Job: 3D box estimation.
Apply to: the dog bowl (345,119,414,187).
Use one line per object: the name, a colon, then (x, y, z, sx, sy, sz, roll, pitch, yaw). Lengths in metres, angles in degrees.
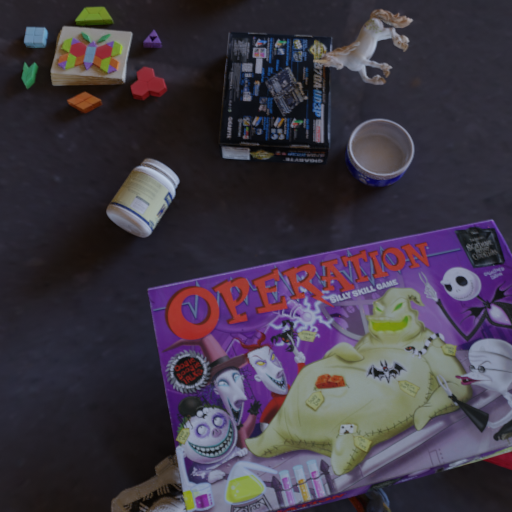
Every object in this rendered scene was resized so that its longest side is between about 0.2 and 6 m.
dog bowl: (2.091, -1.754, 9.580, 1.101, 0.434, 1.101, 0, 71, 0)

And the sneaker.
sneaker: (-0.858, 2.755, 7.772, 2.446, 0.919, 1.406, -17, 59, 5)

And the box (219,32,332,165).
box: (0.365, -2.815, 9.891, 1.882, 0.545, 2.367, 3, 71, 1)

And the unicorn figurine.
unicorn figurine: (1.867, -3.517, 9.658, 1.151, 0.619, 1.676, 32, 78, 6)

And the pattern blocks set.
pattern blocks set: (-3.044, -3.692, 10.387, 2.592, 0.210, 2.278, -9, 71, -3)

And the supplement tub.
supplement tub: (-1.821, -0.941, 9.098, 0.796, 0.796, 1.098, 27, 73, 9)

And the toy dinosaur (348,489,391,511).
toy dinosaur: (1.747, 3.644, 7.511, 1.541, 0.809, 1.399, -13, 61, 22)

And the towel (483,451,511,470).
towel: (4.137, 2.162, 8.300, 1.569, 0.244, 2.169, 16, 69, 8)

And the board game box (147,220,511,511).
board game box: (1.405, 1.404, 7.546, 5.268, 0.851, 3.162, -12, 57, -9)
